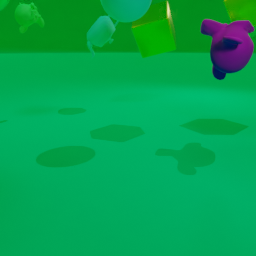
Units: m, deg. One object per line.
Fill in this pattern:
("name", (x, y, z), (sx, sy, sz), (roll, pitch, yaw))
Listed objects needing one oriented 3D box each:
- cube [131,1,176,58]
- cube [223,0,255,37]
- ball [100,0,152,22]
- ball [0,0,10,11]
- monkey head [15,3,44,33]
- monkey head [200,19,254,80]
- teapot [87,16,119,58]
("cube", (0.768, -2.840, 8.112), (1.033, 1.033, 1.033), (-11, 47, 17))
("cube", (3.978, -3.703, 8.750), (1.228, 1.228, 1.228), (-16, -4, -44))
("ball", (-0.043, -3.086, 6.452), (1.219, 1.219, 1.219), (0, 17, 0))
("ball", (-2.986, -2.927, 5.838), (1.012, 1.012, 1.012), (0, 17, 0))
("monkey head", (-3.193, -3.551, 9.046), (0.735, 1.219, 0.877), (-15, -23, 12))
("monkey head", (2.194, -1.886, 6.460), (1.327, 1.112, 1.845), (22, -12, 12))
("teapot", (-1.004, -3.567, 10.718), (0.941, 1.921, 1.195), (39, -1, -17))
